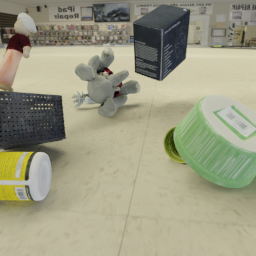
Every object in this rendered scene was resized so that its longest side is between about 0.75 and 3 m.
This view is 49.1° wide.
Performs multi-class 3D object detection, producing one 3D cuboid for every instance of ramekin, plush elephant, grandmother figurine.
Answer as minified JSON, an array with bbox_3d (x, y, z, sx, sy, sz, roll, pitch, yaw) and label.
[{"bbox_3d":[2.180,0.192,6.277,2.079,1.015,2.079,14,41,-13],"label":"ramekin"},{"bbox_3d":[-0.866,-1.696,10.932,2.870,2.364,2.222,-36,16,-11],"label":"plush elephant"},{"bbox_3d":[-3.395,-2.307,8.445,1.455,2.399,0.726,13,-7,30],"label":"grandmother figurine"}]

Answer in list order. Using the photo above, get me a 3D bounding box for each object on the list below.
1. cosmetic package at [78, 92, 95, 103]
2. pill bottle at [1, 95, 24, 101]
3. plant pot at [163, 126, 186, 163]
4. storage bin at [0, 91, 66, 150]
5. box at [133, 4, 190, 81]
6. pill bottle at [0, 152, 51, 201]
[{"bbox_3d":[-1.714,-1.432,12.938,0.839,0.287,1.113,-10,23,-31],"label":"cosmetic package"},{"bbox_3d":[-4.827,-1.115,11.732,0.891,0.534,0.534,-18,27,-40],"label":"pill bottle"},{"bbox_3d":[1.551,0.375,7.350,0.951,0.951,0.874,14,14,34],"label":"plant pot"},{"bbox_3d":[-2.986,-0.155,6.924,1.807,1.253,2.673,-4,3,23],"label":"storage bin"},{"bbox_3d":[1.380,-3.503,11.433,1.388,2.202,2.240,25,50,26],"label":"box"},{"bbox_3d":[-2.476,0.946,5.564,1.691,0.950,0.950,1,20,1],"label":"pill bottle"}]
